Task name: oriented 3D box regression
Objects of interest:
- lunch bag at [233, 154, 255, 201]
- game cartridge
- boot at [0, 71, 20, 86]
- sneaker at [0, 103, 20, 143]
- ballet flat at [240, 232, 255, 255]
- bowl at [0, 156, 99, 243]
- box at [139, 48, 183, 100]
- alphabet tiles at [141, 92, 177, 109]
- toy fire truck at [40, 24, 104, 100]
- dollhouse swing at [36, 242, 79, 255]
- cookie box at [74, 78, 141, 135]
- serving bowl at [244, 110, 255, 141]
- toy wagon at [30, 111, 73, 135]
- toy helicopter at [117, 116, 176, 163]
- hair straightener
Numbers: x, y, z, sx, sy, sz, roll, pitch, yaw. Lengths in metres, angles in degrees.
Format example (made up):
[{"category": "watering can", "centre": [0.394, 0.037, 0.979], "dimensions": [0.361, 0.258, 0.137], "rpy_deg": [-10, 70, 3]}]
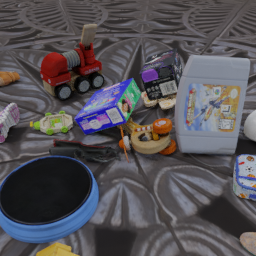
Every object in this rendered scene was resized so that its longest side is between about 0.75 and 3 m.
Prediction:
[{"category": "lunch bag", "centre": [3.799, 1.443, 7.629], "dimensions": [1.754, 0.663, 1.405], "rpy_deg": [9, 38, 14]}, {"category": "game cartridge", "centre": [2.452, -0.637, 8.503], "dimensions": [1.990, 2.988, 0.621], "rpy_deg": [1, 15, -8]}, {"category": "boot", "centre": [-5.980, -2.560, 13.340], "dimensions": [1.237, 0.611, 1.594], "rpy_deg": [-25, 43, -30]}, {"category": "sneaker", "centre": [-4.571, -0.238, 9.967], "dimensions": [0.866, 0.788, 1.958], "rpy_deg": [-3, 35, 10]}, {"category": "ballet flat", "centre": [3.407, 2.627, 5.925], "dimensions": [1.930, 0.649, 0.657], "rpy_deg": [20, 40, 27]}, {"category": "bowl", "centre": [-2.109, 1.700, 7.367], "dimensions": [2.632, 0.517, 2.632], "rpy_deg": [0, 35, 0]}, {"category": "box", "centre": [1.457, -2.275, 11.604], "dimensions": [1.389, 1.205, 2.273], "rpy_deg": [-12, 27, 21]}, {"category": "alphabet tiles", "centre": [1.858, -1.528, 11.617], "dimensions": [2.581, 0.188, 2.525], "rpy_deg": [-16, 29, 1]}, {"category": "toy fire truck", "centre": [-2.266, -2.918, 11.792], "dimensions": [2.613, 2.969, 1.910], "rpy_deg": [-25, 41, -31]}, {"category": "dollhouse swing", "centre": [-1.399, 3.094, 5.664], "dimensions": [0.974, 0.942, 1.072], "rpy_deg": [-35, 27, 25]}, {"category": "cookie box", "centre": [-0.656, -0.817, 10.127], "dimensions": [1.792, 0.787, 2.095], "rpy_deg": [-16, 27, 28]}, {"category": "serving bowl", "centre": [5.134, -0.287, 9.374], "dimensions": [2.379, 0.783, 2.379], "rpy_deg": [-10, 20, 4]}, {"category": "toy wagon", "centre": [-2.785, -0.161, 10.214], "dimensions": [1.490, 0.295, 1.156], "rpy_deg": [-9, 36, -12]}, {"category": "toy helicopter", "centre": [0.265, 0.213, 9.373], "dimensions": [1.716, 1.023, 2.595], "rpy_deg": [-27, 32, -20]}, {"category": "hair straightener", "centre": [-1.363, 0.870, 8.716], "dimensions": [2.311, 0.473, 0.889], "rpy_deg": [9, 36, 5]}]
